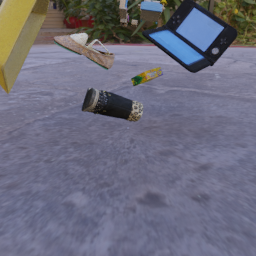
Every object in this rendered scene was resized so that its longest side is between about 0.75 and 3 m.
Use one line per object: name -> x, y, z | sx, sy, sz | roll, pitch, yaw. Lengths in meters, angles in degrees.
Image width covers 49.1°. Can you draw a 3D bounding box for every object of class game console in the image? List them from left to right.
game console -> 1.656, -2.522, 7.461 | 1.880, 1.653, 1.094 | 44, 14, 18

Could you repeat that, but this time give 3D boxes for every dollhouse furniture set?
dollhouse furniture set -> 0.558, -4.441, 10.203 | 1.613, 1.052, 1.522 | 8, -5, 1

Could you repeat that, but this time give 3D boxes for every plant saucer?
plant saucer -> -2.575, -2.293, 6.508 | 0.636, 2.627, 2.626 | 24, -12, -18

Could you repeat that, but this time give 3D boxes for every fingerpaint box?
fingerpaint box -> 0.580, -1.578, 8.575 | 0.774, 0.284, 0.645 | -25, 6, -41

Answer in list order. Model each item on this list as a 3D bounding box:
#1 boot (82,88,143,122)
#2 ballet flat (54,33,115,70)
boot -> -0.324, -0.401, 5.177 | 0.973, 0.465, 1.289 | 16, 1, -14
ballet flat -> -0.879, -1.740, 6.003 | 1.393, 0.468, 0.474 | 21, 24, -32
